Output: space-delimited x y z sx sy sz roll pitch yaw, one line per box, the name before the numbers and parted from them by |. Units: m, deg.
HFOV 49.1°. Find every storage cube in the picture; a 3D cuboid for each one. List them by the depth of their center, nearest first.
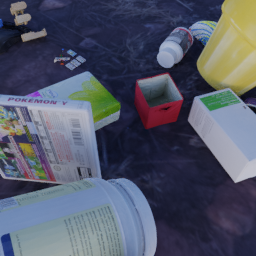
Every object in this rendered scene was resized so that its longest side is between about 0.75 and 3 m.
storage cube | 0.908 -0.820 8.766 1.113 1.171 1.302 -15 60 -12

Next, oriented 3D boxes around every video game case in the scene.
video game case | -2.075 0.426 6.562 2.731 2.997 0.344 5 50 4

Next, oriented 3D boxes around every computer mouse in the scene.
computer mouse | -5.322 -3.921 11.890 1.620 0.617 2.340 16 51 13

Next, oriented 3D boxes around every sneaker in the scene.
sneaker | 4.710 -0.422 8.779 2.213 0.838 0.969 28 49 22
sneaker | 3.527 -3.470 11.270 2.527 0.957 1.327 28 54 21

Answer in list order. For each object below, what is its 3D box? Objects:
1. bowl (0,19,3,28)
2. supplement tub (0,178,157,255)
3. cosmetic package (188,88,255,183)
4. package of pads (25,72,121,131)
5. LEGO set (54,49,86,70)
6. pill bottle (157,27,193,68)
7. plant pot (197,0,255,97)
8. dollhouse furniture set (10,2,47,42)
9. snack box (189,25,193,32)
bowl | -6.144 -4.286 12.077 1.537 0.302 1.537 -14 31 9
supplement tub | -1.137 2.086 5.063 2.875 2.085 2.085 -8 47 -33
cosmetic package | 3.018 0.131 8.095 1.363 1.075 2.533 -17 50 -19
package of pads | -1.822 -0.615 8.871 2.591 0.883 2.001 -27 56 -23
LEGO set | -2.375 -2.737 11.199 1.116 0.274 0.834 35 57 13
pill bottle | 1.818 -3.125 10.979 0.964 0.964 1.741 23 53 19
plant pot | 3.860 -2.606 8.969 3.008 2.830 3.008 19 43 -19
dollhouse furniture set | -4.177 -4.514 11.763 0.985 1.483 1.300 -23 22 -18
snack box | 3.655 -4.125 12.317 1.922 0.234 0.691 34 57 26
